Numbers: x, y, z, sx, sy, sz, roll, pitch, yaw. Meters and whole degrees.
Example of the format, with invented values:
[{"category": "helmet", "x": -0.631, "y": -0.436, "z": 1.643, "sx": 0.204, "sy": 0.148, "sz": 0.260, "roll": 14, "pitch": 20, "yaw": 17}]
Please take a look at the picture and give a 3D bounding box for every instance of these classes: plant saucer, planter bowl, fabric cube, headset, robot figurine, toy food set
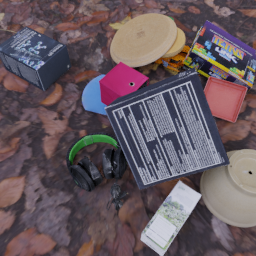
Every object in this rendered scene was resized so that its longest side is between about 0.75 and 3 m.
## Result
[{"category": "plant saucer", "x": 3.429, "y": -1.031, "z": 10.263, "sx": 1.417, "sy": 0.261, "sz": 1.420, "roll": 21, "pitch": 80, "yaw": 14}, {"category": "planter bowl", "x": 3.316, "y": 1.528, "z": 8.011, "sx": 2.208, "sy": 1.486, "sz": 2.208, "roll": 0, "pitch": 56, "yaw": 0}, {"category": "fabric cube", "x": -0.128, "y": -1.262, "z": 9.378, "sx": 1.184, "sy": 1.188, "sz": 1.165, "roll": 35, "pitch": 65, "yaw": 18}, {"category": "headset", "x": -0.829, "y": 1.117, "z": 8.341, "sx": 1.833, "sy": 1.395, "sz": 2.968, "roll": -20, "pitch": 47, "yaw": -12}, {"category": "robot figurine", "x": 2.272, "y": -2.827, "z": 11.392, "sx": 2.200, "sy": 0.640, "sz": 1.595, "roll": 20, "pitch": 59, "yaw": 2}, {"category": "toy food set", "x": 0.646, "y": -3.553, "z": 11.352, "sx": 2.941, "sy": 0.716, "sz": 2.912, "roll": -29, "pitch": 52, "yaw": 6}]

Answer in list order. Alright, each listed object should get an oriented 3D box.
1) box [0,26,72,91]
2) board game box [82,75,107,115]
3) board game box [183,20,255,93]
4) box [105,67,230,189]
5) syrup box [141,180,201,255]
[{"category": "box", "x": -3.698, "y": -2.781, "z": 11.131, "sx": 2.224, "sy": 1.191, "sz": 1.651, "roll": 28, "pitch": 60, "yaw": 18}, {"category": "board game box", "x": -0.599, "y": -1.096, "z": 10.474, "sx": 2.210, "sy": 0.430, "sz": 1.746, "roll": 14, "pitch": 61, "yaw": 16}, {"category": "board game box", "x": 3.701, "y": -2.722, "z": 10.878, "sx": 2.605, "sy": 0.739, "sz": 2.153, "roll": 30, "pitch": 58, "yaw": -3}, {"category": "box", "x": 1.045, "y": -0.012, "z": 7.417, "sx": 2.396, "sy": 2.415, "sz": 1.488, "roll": -19, "pitch": 12, "yaw": 16}, {"category": "syrup box", "x": 1.201, "y": 2.474, "z": 7.785, "sx": 0.742, "sy": 0.767, "sz": 1.884, "roll": 32, "pitch": 61, "yaw": 20}]
